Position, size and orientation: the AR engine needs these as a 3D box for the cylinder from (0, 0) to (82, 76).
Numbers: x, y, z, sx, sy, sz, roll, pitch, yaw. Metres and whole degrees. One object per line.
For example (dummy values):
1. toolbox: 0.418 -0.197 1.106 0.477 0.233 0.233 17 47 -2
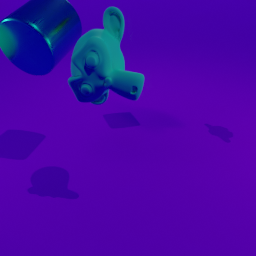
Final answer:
1. cylinder: -1.556 -1.694 5.064 1.096 1.096 1.096 11 48 18

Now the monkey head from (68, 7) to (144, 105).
1. monkey head: -0.273 -0.820 3.927 1.096 1.524 0.918 19 32 3
